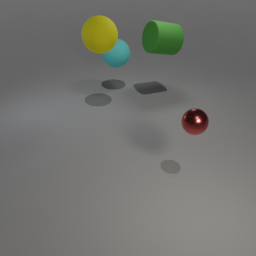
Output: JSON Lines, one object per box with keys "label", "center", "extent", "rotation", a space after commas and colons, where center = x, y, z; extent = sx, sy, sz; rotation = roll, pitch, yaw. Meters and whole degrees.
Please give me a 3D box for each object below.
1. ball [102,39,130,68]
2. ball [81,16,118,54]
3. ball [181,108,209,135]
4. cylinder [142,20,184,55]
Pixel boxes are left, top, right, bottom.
{"label": "ball", "center": [-0.598, -3.752, 14.078], "extent": [1.400, 1.400, 1.400], "rotation": [0, 31, 0]}
{"label": "ball", "center": [-1.097, -3.612, 10.870], "extent": [1.400, 1.400, 1.400], "rotation": [0, 31, 0]}
{"label": "ball", "center": [1.750, -0.164, 7.314], "extent": [0.700, 0.700, 0.700], "rotation": [0, 31, 0]}
{"label": "cylinder", "center": [1.571, -4.084, 12.754], "extent": [1.400, 1.400, 1.400], "rotation": [-4, 29, -29]}
